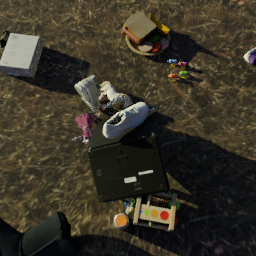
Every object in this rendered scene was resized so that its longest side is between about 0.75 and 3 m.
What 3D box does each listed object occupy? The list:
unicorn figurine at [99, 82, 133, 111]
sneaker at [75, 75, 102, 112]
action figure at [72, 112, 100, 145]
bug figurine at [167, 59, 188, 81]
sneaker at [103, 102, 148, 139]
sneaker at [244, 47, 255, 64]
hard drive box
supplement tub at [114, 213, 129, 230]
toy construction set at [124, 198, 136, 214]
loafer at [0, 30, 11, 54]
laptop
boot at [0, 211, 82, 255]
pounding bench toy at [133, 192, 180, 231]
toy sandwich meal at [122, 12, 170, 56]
[{"bbox_3d":[-0.638,-1.244,11.580,1.233,0.663,1.795,-32,79,-2],"label":"unicorn figurine"},{"bbox_3d":[-1.295,-1.278,10.793,0.881,2.149,0.803,-42,77,-7],"label":"sneaker"},{"bbox_3d":[-1.619,0.098,11.148,0.907,1.009,1.355,-21,75,38],"label":"action figure"},{"bbox_3d":[2.198,-2.624,12.373,0.878,0.291,1.133,0,67,0],"label":"bug figurine"},{"bbox_3d":[-0.017,-0.377,9.260,1.847,0.817,0.695,-36,66,-21],"label":"sneaker"},{"bbox_3d":[6.019,-3.408,12.625,1.644,0.663,0.686,-33,86,-3],"label":"sneaker"},{"bbox_3d":[-4.695,-3.225,12.407,1.365,0.672,1.751,8,68,3],"label":"hard drive box"},{"bbox_3d":[-0.225,3.225,9.673,0.515,0.841,0.515,0,67,1],"label":"supplement tub"},{"bbox_3d":[-0.238,2.389,9.953,1.432,0.939,0.660,41,74,18],"label":"toy construction set"},{"bbox_3d":[-5.584,-3.986,12.836,0.501,0.464,1.332,-6,68,-2],"label":"loafer"},{"bbox_3d":[0.058,0.858,9.974,2.613,1.523,2.948,-15,87,20],"label":"laptop"},{"bbox_3d":[-3.274,3.516,9.356,2.514,1.143,2.993,-34,78,-9],"label":"boot"},{"bbox_3d":[1.046,2.524,9.782,1.455,1.158,1.865,9,68,4],"label":"pounding bench toy"},{"bbox_3d":[0.880,-4.341,12.809,2.270,0.777,2.270,0,68,0],"label":"toy sandwich meal"}]
